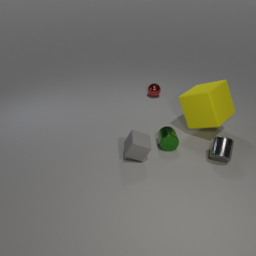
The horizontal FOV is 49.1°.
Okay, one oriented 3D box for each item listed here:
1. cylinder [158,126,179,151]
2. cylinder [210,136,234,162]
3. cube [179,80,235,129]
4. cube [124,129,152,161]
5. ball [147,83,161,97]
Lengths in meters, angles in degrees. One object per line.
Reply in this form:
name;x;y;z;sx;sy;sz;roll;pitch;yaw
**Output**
cylinder;1.499;0.399;10.472;0.700;0.700;0.700;-1;29;-2
cylinder;3.212;0.727;9.589;0.700;0.700;0.700;11;74;18
cube;3.096;-0.911;10.971;1.400;1.400;1.400;-32;18;-37
cube;0.320;0.601;9.602;0.700;0.700;0.700;18;38;-17
ball;1.374;-1.996;14.729;0.700;0.700;0.700;0;29;0
